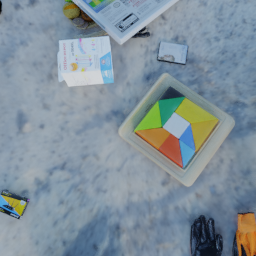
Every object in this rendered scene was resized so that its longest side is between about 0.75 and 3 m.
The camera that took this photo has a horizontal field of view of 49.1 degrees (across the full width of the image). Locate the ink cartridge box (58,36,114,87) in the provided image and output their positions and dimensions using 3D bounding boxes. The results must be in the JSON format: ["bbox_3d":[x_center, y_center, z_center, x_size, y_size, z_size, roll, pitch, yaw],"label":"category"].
[{"bbox_3d":[-1.263,-1.871,8.041,1.601,1.003,1.029,-6,78,-2],"label":"ink cartridge box"}]

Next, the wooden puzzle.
[{"bbox_3d":[1.396,-0.037,7.931,2.584,0.481,2.391,37,80,7],"label":"wooden puzzle"}]

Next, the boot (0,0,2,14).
[{"bbox_3d":[-4.464,-4.007,8.735,1.109,0.504,1.320,7,85,5],"label":"boot"}]

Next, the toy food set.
[{"bbox_3d":[-1.368,-3.681,8.743,1.299,0.378,1.881,-17,79,-4],"label":"toy food set"}]

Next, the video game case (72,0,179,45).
[{"bbox_3d":[-0.103,-4.215,8.656,2.830,0.311,2.579,-42,79,-16],"label":"video game case"}]

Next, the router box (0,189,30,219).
[{"bbox_3d":[-3.158,2.075,7.630,0.760,0.194,0.567,20,78,4],"label":"router box"}]

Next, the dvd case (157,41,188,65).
[{"bbox_3d":[1.377,-2.298,8.610,0.888,0.078,0.634,10,78,2],"label":"dvd case"}]

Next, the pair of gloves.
[{"bbox_3d":[2.610,3.133,7.403,1.907,0.236,1.699,-4,80,2],"label":"pair of gloves"}]

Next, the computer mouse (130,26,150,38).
[{"bbox_3d":[0.249,-3.211,8.674,0.762,0.290,1.100,-5,73,-4],"label":"computer mouse"}]
